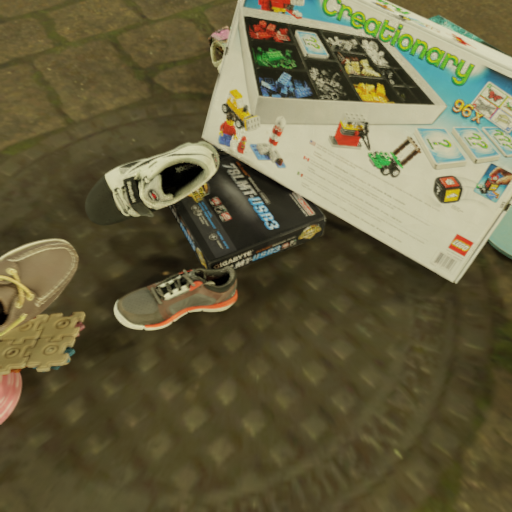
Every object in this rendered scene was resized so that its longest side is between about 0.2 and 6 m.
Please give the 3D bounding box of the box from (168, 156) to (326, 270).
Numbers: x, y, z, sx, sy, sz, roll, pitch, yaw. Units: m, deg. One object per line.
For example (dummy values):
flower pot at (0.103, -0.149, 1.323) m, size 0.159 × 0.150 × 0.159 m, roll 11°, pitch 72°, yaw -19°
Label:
box at (-0.278, -0.877, 10.030) m, size 2.233 × 0.559 × 2.250 m, roll -21°, pitch 54°, yaw -16°

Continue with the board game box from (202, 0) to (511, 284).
board game box at (1.733, -2.188, 8.901) m, size 5.121 × 3.233 × 0.886 m, roll 32°, pitch 37°, yaw 14°

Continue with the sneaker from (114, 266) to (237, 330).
sneaker at (-1.185, 0.496, 8.518) m, size 1.977 × 0.810 × 0.762 m, roll -14°, pitch 52°, yaw -27°

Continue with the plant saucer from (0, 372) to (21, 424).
plant saucer at (-4.059, 1.892, 7.856) m, size 1.398 × 0.354 × 1.398 m, roll 0°, pitch 51°, yaw 0°

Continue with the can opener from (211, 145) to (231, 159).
can opener at (-0.972, -2.093, 11.148) m, size 1.092 × 0.346 × 0.429 m, roll 3°, pitch 53°, yaw 4°

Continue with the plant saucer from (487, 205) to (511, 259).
plant saucer at (4.991, -0.608, 9.946) m, size 2.362 × 0.324 × 2.362 m, roll 0°, pitch 50°, yaw 1°

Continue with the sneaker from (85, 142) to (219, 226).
sneaker at (-1.827, -1.159, 9.345) m, size 2.499 × 0.926 × 1.106 m, roll -26°, pitch 20°, yaw 8°

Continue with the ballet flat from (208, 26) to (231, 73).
ballet flat at (-0.573, -4.564, 13.005) m, size 0.845 × 0.820 × 2.373 m, roll -28°, pitch 49°, yaw 2°

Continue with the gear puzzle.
gear puzzle at (-3.747, 1.369, 8.150) m, size 2.383 × 0.312 × 1.234 m, roll -4°, pitch 33°, yaw 3°

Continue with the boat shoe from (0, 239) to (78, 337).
boat shoe at (-3.647, 0.639, 7.809) m, size 2.819 × 0.839 × 1.013 m, roll -36°, pitch 103°, yaw -30°

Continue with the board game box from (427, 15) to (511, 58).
board game box at (4.478, -3.689, 12.278) m, size 3.071 × 0.639 × 4.540 m, roll -27°, pitch 55°, yaw -20°
